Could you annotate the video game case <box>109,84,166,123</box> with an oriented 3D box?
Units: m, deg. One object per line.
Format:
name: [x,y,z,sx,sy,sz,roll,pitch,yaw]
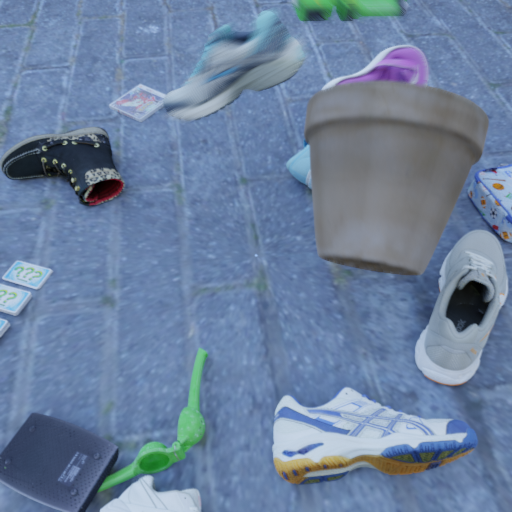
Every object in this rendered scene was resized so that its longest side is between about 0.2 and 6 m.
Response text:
video game case: [-2.905,-3.853,14.074,1.060,0.134,1.163,27,55,22]

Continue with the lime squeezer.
lime squeezer: [-1.459,2.632,8.233,1.074,0.574,3.041,33,60,21]

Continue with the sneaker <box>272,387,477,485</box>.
sneaker: [1.664,2.426,8.079,2.896,1.090,1.277,-3,50,-3]

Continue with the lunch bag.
lunch bag: [5.314,-1.131,11.396,1.481,0.698,1.848,-10,51,-10]

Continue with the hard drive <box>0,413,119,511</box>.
hard drive: [-2.842,2.953,7.964,1.649,0.349,1.112,12,49,23]

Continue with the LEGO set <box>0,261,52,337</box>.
LEGO set: [-5.298,0.450,10.124,2.492,0.612,1.861,15,47,12]

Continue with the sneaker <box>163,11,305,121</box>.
sneaker: [-0.587,-3.342,9.731,2.718,1.173,1.055,-19,38,24]

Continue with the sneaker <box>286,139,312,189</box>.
sneaker: [1.647,-2.540,12.412,1.059,0.956,2.585,34,57,20]

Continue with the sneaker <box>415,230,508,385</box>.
sneaker: [3.694,0.546,9.413,1.234,1.500,3.261,19,52,15]

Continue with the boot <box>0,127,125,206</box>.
boot: [-4.068,-1.775,11.833,2.379,0.859,1.797,-20,55,-16]

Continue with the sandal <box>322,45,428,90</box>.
sandal: [2.128,-2.661,8.988,2.758,1.122,0.678,-36,20,-32]

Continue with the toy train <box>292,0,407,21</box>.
toy train: [1.643,-4.293,9.567,2.070,0.432,0.584,-6,54,-10]

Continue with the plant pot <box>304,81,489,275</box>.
plant pot: [1.722,-0.909,7.736,2.472,2.472,2.145,11,86,9]

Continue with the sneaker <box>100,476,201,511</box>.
sneaker: [-0.934,3.604,7.259,2.196,0.855,1.091,29,52,21]
